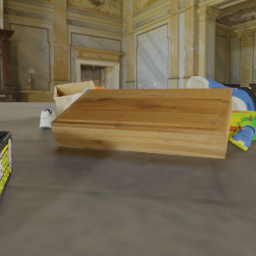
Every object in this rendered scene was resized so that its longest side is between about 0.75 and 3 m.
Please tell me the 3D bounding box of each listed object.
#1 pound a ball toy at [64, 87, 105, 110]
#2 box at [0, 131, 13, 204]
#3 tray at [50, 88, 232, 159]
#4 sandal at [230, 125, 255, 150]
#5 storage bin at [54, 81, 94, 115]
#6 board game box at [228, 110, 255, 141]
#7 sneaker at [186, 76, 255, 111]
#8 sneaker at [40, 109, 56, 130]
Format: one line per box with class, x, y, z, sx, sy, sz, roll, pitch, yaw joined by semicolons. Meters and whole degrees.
pound a ball toy;-1.342;-0.749;9.035;1.823;1.188;2.796;-2;6;-22
box;-2.057;0.385;1.947;2.208;0.489;1.769;-2;7;-17
tray;0.243;-0.199;4.747;2.777;0.514;1.370;2;32;24
sandal;1.914;0.131;4.614;0.316;0.346;0.795;36;22;15
storage bin;-2.286;-1.385;12.691;1.922;0.907;1.936;-10;25;-9
board game box;1.596;-0.079;5.848;2.299;0.547;1.168;-1;7;-12
sneaker;3.619;-1.154;10.574;1.622;1.119;2.916;-6;28;-30
sneaker;-2.105;-0.263;7.634;0.459;0.536;1.231;-1;5;-8
